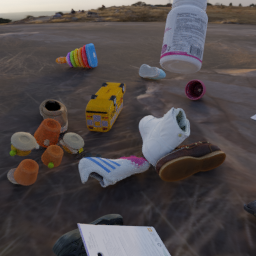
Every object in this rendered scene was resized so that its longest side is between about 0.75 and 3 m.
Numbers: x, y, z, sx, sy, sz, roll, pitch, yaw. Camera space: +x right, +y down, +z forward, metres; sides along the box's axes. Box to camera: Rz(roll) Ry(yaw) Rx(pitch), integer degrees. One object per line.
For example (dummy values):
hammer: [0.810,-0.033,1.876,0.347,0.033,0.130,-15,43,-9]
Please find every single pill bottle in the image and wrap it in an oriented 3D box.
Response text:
pill bottle: [2.079,-3.448,10.206,1.486,2.621,1.486,10,-7,1]

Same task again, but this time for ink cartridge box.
ink cartridge box: [0.072,2.319,4.626,1.695,0.368,1.679,16,20,-32]

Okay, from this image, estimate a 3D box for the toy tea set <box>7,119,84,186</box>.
toy tea set: [-2.622,0.755,8.370,1.602,0.997,2.694,39,33,9]

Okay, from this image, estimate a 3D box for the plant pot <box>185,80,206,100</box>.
plant pot: [3.302,-1.824,13.354,0.948,0.948,0.849,17,16,31]

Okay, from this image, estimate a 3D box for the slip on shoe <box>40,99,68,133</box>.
slip on shoe: [-2.966,-0.735,11.078,1.076,0.858,2.831,-7,27,-14]

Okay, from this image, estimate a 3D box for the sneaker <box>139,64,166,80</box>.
sneaker: [1.416,-3.184,16.445,0.875,0.790,2.136,18,11,-32]

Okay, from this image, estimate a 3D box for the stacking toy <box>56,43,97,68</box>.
stacking toy: [-3.540,-4.640,18.736,2.761,1.515,1.602,-7,19,11]

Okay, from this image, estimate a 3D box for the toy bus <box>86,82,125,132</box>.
toy bus: [-0.806,-0.976,11.262,0.934,1.123,2.870,4,26,11]

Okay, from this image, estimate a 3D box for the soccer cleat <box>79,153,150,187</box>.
soccer cleat: [-0.339,1.199,7.546,1.982,0.692,0.856,4,59,-15]

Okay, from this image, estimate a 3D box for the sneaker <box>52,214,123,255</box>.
sneaker: [-0.535,2.263,5.349,0.941,0.628,1.643,45,28,24]

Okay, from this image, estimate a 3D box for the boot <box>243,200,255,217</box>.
boot: [3.611,1.949,5.892,1.812,0.627,1.577,-4,27,-4]

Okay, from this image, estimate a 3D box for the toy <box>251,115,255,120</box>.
toy: [6.267,-0.435,10.808,1.402,0.575,2.434,-19,32,-35]

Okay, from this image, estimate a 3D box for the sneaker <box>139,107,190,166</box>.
sneaker: [1.175,-0.035,8.637,0.987,1.549,2.680,37,19,-17]

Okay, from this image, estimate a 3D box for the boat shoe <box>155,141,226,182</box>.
boat shoe: [1.654,0.868,7.855,2.338,0.823,0.822,-6,37,-33]
